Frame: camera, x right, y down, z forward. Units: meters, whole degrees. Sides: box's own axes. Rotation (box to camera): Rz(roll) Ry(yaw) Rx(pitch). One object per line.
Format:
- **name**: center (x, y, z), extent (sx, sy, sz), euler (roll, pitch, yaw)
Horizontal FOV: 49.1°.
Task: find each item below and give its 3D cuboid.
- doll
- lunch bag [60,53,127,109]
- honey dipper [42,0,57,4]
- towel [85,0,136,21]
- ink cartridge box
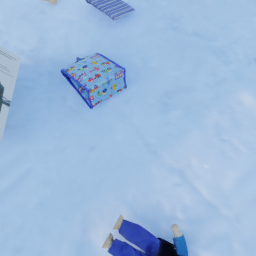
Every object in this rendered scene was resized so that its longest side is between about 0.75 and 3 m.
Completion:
- **doll**: center (0.638, 2.699, 5.900), extent (2.242, 0.543, 1.530), euler (30, 80, 6)
- **lunch bag**: center (-1.054, -1.574, 8.073), extent (1.283, 0.802, 1.704), euler (-33, 59, -20)
- **honey dipper**: center (-3.432, -4.207, 8.885), extent (2.729, 0.518, 0.518), euler (-16, 58, -48)
- **towel**: center (-0.608, -4.133, 9.428), extent (1.443, 0.172, 1.045), euler (41, 57, 19)
- **ink cartridge box**: center (-3.750, -0.767, 7.002), extent (1.697, 0.961, 2.315), euler (-9, 66, 36)
